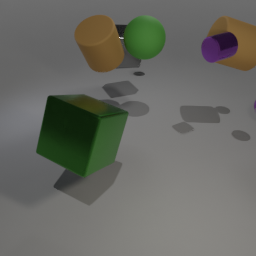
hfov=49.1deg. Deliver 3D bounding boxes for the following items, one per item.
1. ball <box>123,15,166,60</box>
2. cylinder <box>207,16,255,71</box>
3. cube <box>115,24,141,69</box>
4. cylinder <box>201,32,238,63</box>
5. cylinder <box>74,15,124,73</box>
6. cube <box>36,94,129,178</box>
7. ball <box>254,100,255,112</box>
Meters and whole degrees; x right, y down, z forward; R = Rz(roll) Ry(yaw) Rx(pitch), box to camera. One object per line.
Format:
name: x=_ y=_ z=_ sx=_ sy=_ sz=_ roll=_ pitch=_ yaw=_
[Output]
ball: x=0.548 y=-2.989 z=9.306 sx=1.400 sy=1.400 sz=1.400 roll=0 pitch=31 yaw=0
cylinder: x=3.387 y=-2.670 z=8.934 sx=1.400 sy=1.400 sz=1.400 roll=12 pitch=29 yaw=-13
cube: x=-0.227 y=-3.568 z=12.252 sx=1.400 sy=1.400 sz=1.400 roll=-8 pitch=45 yaw=-25
cylinder: x=2.492 y=-2.203 z=7.645 sx=0.700 sy=0.700 sz=0.700 roll=-21 pitch=36 yaw=-23
cylinder: x=-0.958 y=-2.894 z=9.709 sx=1.400 sy=1.400 sz=1.400 roll=-6 pitch=61 yaw=11
cube: x=-1.039 y=0.092 z=6.556 sx=1.400 sy=1.400 sz=1.400 roll=23 pitch=16 yaw=21
ball: x=4.478 y=-0.731 z=9.119 sx=0.700 sy=0.700 sz=0.700 roll=0 pitch=31 yaw=0
